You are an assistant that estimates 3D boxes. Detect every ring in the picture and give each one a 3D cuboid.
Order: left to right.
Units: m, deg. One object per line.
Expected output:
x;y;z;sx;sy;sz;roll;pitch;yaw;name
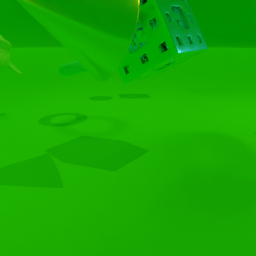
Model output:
-1.157;-1.716;7.754;1.529;0.306;1.529;-12;12;3;ring

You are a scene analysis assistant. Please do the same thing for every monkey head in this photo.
-4.018;-2.178;7.998;1.947;1.173;1.400;9;23;-25;monkey head

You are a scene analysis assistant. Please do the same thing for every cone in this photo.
-0.864;-1.591;3.944;1.512;1.506;1.506;13;10;-27;cone

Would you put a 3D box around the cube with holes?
0.466;-1.688;5.109;1.218;1.218;1.218;-22;2;41;cube with holes
